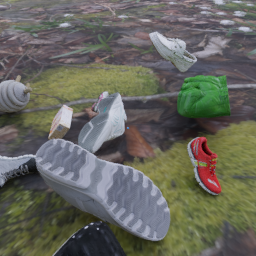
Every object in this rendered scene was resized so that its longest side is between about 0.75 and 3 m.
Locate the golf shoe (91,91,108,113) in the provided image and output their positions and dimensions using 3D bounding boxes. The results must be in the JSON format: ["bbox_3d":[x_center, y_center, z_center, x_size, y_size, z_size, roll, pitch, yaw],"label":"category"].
[{"bbox_3d":[-0.803,-0.795,8.815,0.371,0.293,0.806,19,67,27],"label":"golf shoe"}]

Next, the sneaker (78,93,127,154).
[{"bbox_3d":[-0.504,-0.021,7.286,0.816,0.930,2.320,-15,29,29],"label":"sneaker"}]

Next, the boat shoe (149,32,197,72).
[{"bbox_3d":[1.671,-2.851,10.030,2.361,0.818,0.836,20,48,-46],"label":"boat shoe"}]

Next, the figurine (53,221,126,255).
[{"bbox_3d":[-0.589,2.926,3.316,2.621,1.128,2.557,-32,58,-25],"label":"figurine"}]

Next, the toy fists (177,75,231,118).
[{"bbox_3d":[2.257,-1.027,8.456,1.444,0.974,2.833,-7,20,20],"label":"toy fists"}]

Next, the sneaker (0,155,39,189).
[{"bbox_3d":[-2.681,1.092,6.495,1.516,0.569,0.875,-1,38,1],"label":"sneaker"}]

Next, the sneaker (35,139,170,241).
[{"bbox_3d":[-0.494,1.292,5.720,2.930,1.201,1.095,32,54,5],"label":"sneaker"}]

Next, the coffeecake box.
[{"bbox_3d":[-1.912,-0.122,7.990,0.324,0.682,0.888,28,32,-24],"label":"coffeecake box"}]

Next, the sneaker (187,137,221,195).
[{"bbox_3d":[1.823,0.842,6.424,0.530,0.584,1.376,-1,63,-43],"label":"sneaker"}]

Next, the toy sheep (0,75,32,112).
[{"bbox_3d":[-3.657,-1.038,8.886,1.614,1.112,1.112,-18,27,30],"label":"toy sheep"}]
